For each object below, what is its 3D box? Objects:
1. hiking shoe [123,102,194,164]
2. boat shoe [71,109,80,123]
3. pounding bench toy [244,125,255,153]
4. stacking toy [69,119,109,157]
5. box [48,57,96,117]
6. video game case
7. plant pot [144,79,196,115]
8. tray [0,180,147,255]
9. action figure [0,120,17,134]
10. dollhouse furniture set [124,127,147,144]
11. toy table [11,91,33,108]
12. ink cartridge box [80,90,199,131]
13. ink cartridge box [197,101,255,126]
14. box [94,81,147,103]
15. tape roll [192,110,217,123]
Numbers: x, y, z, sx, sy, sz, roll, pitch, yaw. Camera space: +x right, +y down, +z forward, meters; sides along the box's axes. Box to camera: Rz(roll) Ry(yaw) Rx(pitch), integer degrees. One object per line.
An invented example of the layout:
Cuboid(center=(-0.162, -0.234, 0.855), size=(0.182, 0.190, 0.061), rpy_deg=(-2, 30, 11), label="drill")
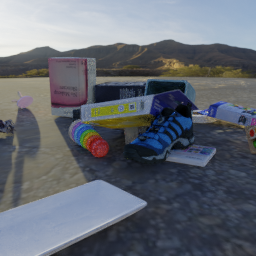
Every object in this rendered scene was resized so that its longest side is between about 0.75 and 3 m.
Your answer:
Cuboid(center=(0.816, 0.075, 7.324), size=(1.048, 1.222, 2.818), rpy_deg=(9, 17, 35), label="hiking shoe")
Cuboid(center=(-1.528, -0.618, 11.994), size=(0.929, 0.741, 2.456), rpy_deg=(5, 14, 19), label="boat shoe")
Cuboid(center=(3.915, 0.423, 7.692), size=(0.798, 1.285, 1.002), rpy_deg=(-2, -19, -15), label="pounding bench toy")
Cuboid(center=(-1.089, 0.317, 8.153), size=(0.794, 0.794, 1.861), rpy_deg=(-7, 18, -27), label="stacking toy")
Cuboid(center=(-2.600, -1.956, 13.317), size=(1.743, 2.727, 1.486), rpy_deg=(6, 15, 24), label="box")
Cuboid(center=(1.561, 0.691, 7.719), size=(1.436, 0.170, 1.307), rpy_deg=(6, 14, 28), label="video game case")
Cuboid(center=(1.794, -0.859, 11.137), size=(1.752, 1.757, 1.790), rpy_deg=(9, -1, 35), label="plant pot")
Cuboid(center=(-1.033, 1.438, 4.303), size=(2.526, 0.280, 1.356), rpy_deg=(-12, 18, -41), label="tray")
Cuboid(center=(-4.825, -0.047, 9.664), size=(1.369, 0.730, 2.104), rpy_deg=(5, 13, 28), label="action figure")
Cuboid(center=(0.353, 0.533, 8.361), size=(0.957, 0.820, 1.006), rpy_deg=(-1, -21, -7), label="dollhouse furniture set")
Cuboid(center=(-6.013, -1.563, 15.917), size=(0.609, 0.955, 1.039), rpy_deg=(25, 22, 24), label="toy table")
Cuboid(center=(0.529, -0.395, 8.739), size=(2.909, 0.684, 2.874), rpy_deg=(-3, -8, 24), label="ink cartridge box")
Cuboid(center=(4.469, -0.594, 11.588), size=(2.773, 0.582, 1.655), rpy_deg=(16, 19, 31), label="ink cartridge box")
Cuboid(center=(-0.138, -1.551, 14.197), size=(2.467, 1.533, 2.487), rpy_deg=(3, 14, 12), label="box")
Cuboid(center=(3.115, -0.529, 12.563), size=(1.697, 0.310, 1.697), rpy_deg=(0, 12, 0), label="tape roll")
